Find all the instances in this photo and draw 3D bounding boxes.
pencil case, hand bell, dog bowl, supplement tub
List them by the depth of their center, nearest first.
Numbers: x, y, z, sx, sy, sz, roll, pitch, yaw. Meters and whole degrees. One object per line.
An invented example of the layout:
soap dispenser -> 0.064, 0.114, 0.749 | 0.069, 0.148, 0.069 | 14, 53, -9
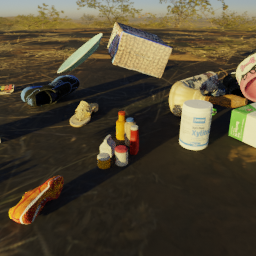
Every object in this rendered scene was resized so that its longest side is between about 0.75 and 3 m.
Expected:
dog bowl -> 3.435, -1.184, 6.760 | 1.561, 1.561, 0.575 | 5, 61, 10
supplement tub -> 2.184, -0.103, 9.063 | 0.950, 1.440, 0.950 | 0, 25, 0
hand bell -> 3.069, -1.053, 10.467 | 1.441, 1.441, 2.767 | -23, 21, -40
pencil case -> 3.178, -1.880, 13.332 | 2.675, 1.197, 1.041 | -23, 59, -36

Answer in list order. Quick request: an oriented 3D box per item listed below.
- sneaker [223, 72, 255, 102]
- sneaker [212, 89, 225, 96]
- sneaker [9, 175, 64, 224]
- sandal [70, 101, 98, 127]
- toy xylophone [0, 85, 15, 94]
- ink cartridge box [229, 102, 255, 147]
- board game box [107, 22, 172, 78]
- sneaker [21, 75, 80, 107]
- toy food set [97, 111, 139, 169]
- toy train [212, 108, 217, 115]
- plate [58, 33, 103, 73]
sneaker -> 5.369, -2.041, 13.833 | 1.203, 1.040, 2.747 | -14, 28, -15
sneaker -> 4.545, -1.813, 14.066 | 0.793, 0.338, 0.306 | -12, 27, -22
sneaker -> -2.089, 1.556, 6.545 | 0.609, 0.577, 1.580 | 10, 26, 24
sandal -> -1.796, -0.803, 11.442 | 0.791, 0.709, 2.156 | 6, 26, 14
toy xylophone -> -6.419, -1.976, 14.476 | 1.132, 0.284, 0.828 | -12, 28, -23
ink cartridge box -> 4.969, 0.057, 9.172 | 1.857, 1.052, 2.534 | -15, 29, -29
board game box -> 0.385, -3.406, 12.000 | 2.102, 1.277, 2.637 | 13, 26, -17
sneaker -> -3.365, -1.665, 13.078 | 2.964, 1.039, 1.155 | -27, 40, -34
toy food set -> -0.235, 0.320, 8.689 | 1.050, 0.990, 2.200 | 9, 26, 18
toy train -> 3.119, -0.800, 11.989 | 1.347, 0.281, 0.380 | 12, 17, 24
plate -> -1.756, -2.755, 10.604 | 2.230, 0.285, 2.230 | -34, 26, 19
